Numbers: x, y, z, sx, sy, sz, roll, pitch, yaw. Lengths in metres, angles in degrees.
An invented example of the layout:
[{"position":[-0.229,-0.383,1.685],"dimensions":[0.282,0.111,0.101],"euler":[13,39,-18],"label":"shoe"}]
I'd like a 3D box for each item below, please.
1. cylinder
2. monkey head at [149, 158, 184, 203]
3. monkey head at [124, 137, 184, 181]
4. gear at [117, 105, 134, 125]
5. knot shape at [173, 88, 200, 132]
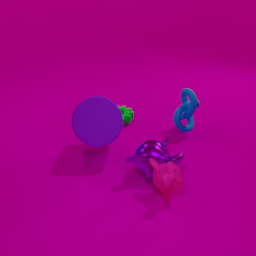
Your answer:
[{"position":[-0.785,-0.161,7.204],"dimensions":[1.217,1.217,1.217],"euler":[-3,1,-6],"label":"cylinder"},{"position":[0.752,1.071,5.799],"dimensions":[0.607,1.007,0.724],"euler":[-26,-5,36],"label":"monkey head"},{"position":[0.699,0.638,6.494],"dimensions":[1.536,1.105,0.925],"euler":[-23,76,-42],"label":"monkey head"},{"position":[-0.444,-0.421,9.363],"dimensions":[1.236,0.229,1.236],"euler":[-2,27,1],"label":"gear"},{"position":[1.737,-0.450,8.361],"dimensions":[0.588,1.273,1.191],"euler":[14,70,17],"label":"knot shape"}]
